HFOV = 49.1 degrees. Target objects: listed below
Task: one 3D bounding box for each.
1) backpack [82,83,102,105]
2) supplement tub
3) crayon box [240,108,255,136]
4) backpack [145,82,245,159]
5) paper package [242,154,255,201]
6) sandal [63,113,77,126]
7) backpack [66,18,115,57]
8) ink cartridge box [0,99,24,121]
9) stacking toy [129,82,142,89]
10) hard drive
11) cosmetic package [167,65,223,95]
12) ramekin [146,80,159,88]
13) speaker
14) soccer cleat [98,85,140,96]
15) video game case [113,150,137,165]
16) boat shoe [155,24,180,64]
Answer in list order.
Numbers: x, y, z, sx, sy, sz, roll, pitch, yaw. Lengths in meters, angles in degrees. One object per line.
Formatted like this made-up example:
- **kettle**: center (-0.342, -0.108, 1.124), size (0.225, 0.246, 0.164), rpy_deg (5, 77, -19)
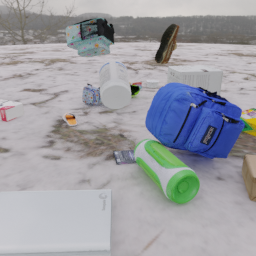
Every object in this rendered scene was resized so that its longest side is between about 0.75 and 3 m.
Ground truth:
- **backpack**: center (-1.828, -1.661, 14.405), size (1.000, 1.050, 0.809), rpy_deg (13, 30, 15)
- **supplement tub**: center (-0.677, -2.221, 14.080), size (1.523, 1.523, 2.308), rpy_deg (-2, 44, -5)
- **crayon box**: center (5.241, -0.265, 11.455), size (1.771, 0.516, 1.528), rpy_deg (-14, 26, -31)
- **backpack**: center (1.971, -0.252, 8.407), size (2.516, 2.045, 2.111), rpy_deg (17, 12, -22)
- **paper package**: center (3.749, 1.314, 7.299), size (1.276, 0.693, 1.339), rpy_deg (5, 21, 12)
- **sandal**: center (-2.475, -0.452, 12.125), size (0.497, 0.372, 1.298), rpy_deg (-10, 24, -24)
- **backpack**: center (-1.299, -2.956, 9.307), size (1.479, 1.133, 1.300), rpy_deg (3, 7, 17)
- **ink cartridge box**: center (-5.655, -0.820, 12.730), size (1.433, 0.604, 1.037), rpy_deg (10, 24, 24)
- **stacking toy**: center (0.229, -2.484, 17.403), size (1.242, 0.525, 1.124), rpy_deg (-2, -4, -13)
- **hard drive**: center (-1.824, 2.010, 5.965), size (2.956, 0.394, 1.950), rpy_deg (0, 22, -2)
- **cosmetic package**: center (3.345, -2.164, 14.398), size (2.234, 1.843, 1.842), rpy_deg (-5, 22, -11)
- **ramekin**: center (1.592, -2.844, 18.052), size (0.819, 0.399, 0.819), rpy_deg (0, 23, 0)
- **speaker**: center (0.956, 1.073, 7.558), size (0.983, 0.983, 2.222), rpy_deg (-8, 23, -20)
- **soccer cleat**: center (-0.527, -2.125, 15.474), size (2.443, 0.825, 0.990), rpy_deg (-4, -7, -12)
- **video game case**: center (0.116, 0.922, 9.077), size (1.090, 0.103, 0.779), rpy_deg (-3, 22, -10)
- **boat shoe**: center (1.763, -3.573, 12.045), size (0.642, 1.739, 0.658), rpy_deg (8, 31, -32)
